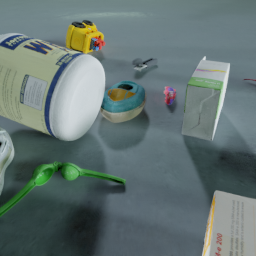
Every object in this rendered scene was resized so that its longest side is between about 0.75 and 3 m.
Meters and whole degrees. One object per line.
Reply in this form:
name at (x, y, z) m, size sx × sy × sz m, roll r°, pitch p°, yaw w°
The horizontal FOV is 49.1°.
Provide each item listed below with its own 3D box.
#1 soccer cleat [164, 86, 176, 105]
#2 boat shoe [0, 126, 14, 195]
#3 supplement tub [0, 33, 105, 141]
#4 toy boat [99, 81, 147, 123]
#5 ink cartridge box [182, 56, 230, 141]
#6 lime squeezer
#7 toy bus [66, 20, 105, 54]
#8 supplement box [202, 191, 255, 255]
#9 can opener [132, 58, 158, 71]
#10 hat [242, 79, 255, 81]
soccer cleat at (1.418, -1.068, 9.188) m, size 0.413 × 0.360 × 1.080 m, roll 8°, pitch 30°, yaw -3°
boat shoe at (-3.070, 0.549, 6.000) m, size 0.959 × 0.834 × 2.602 m, roll -6°, pitch 32°, yaw -10°
supplement tub at (-2.308, -1.109, 7.069) m, size 2.970 × 2.153 × 2.153 m, roll 20°, pitch 35°, yaw 14°
toy boat at (-0.600, -0.961, 8.308) m, size 2.241 × 1.041 × 1.884 m, roll 8°, pitch 33°, yaw 12°
ink cartridge box at (2.250, -0.960, 7.850) m, size 0.855 × 1.488 × 2.541 m, roll 12°, pitch 34°, yaw 19°
lime squeezer at (-1.349, 1.022, 5.603) m, size 2.518 × 0.475 × 0.889 m, roll -11°, pitch 33°, yaw -18°
toy bus at (-1.873, -4.478, 14.080) m, size 1.846 × 1.305 × 1.923 m, roll 26°, pitch 35°, yaw 16°
supplement box at (2.352, 2.047, 3.266) m, size 2.960 × 1.088 × 1.865 m, roll 11°, pitch 33°, yaw 17°
can opener at (0.748, -2.765, 11.883) m, size 0.402 × 0.508 × 1.528 m, roll 21°, pitch 32°, yaw 32°
hat at (5.319, -1.574, 10.149) m, size 1.215 × 1.291 × 1.466 m, roll -24°, pitch 80°, yaw -15°
